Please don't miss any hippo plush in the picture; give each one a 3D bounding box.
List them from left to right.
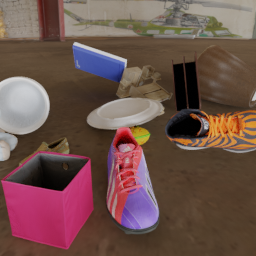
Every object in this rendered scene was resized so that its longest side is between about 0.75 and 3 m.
[{"bbox_3d":[-3.898,-0.030,7.050,1.953,1.570,1.556,-9,24,-21],"label":"hippo plush"}]

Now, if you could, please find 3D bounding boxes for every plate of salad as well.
[{"bbox_3d":[-0.093,-0.421,9.315,2.536,0.609,2.536,-10,24,4],"label":"plate of salad"}]

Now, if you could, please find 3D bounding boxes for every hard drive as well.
[{"bbox_3d":[-1.237,-2.810,12.304,2.328,1.536,0.295,20,65,4],"label":"hard drive"}]

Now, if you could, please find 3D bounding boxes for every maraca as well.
[{"bbox_3d":[0.161,0.251,7.837,0.929,0.497,0.637,-10,2,0],"label":"maraca"}]

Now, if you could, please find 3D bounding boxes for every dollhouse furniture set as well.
[{"bbox_3d":[0.892,-1.277,11.675,2.281,1.306,2.674,-21,54,-41],"label":"dollhouse furniture set"}]

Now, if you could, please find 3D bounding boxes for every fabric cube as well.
[{"bbox_3d":[-1.288,1.161,4.794,1.080,1.097,1.100,5,23,15],"label":"fabric cube"}]

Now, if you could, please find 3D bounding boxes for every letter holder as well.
[{"bbox_3d":[2.040,-1.598,9.875,0.924,1.837,1.306,-5,-7,11],"label":"letter holder"}]

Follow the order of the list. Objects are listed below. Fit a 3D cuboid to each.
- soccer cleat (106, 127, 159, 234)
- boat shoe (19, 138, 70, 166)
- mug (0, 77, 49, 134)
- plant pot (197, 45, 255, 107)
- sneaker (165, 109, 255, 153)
[{"bbox_3d":[0.002,0.899,5.537,0.932,1.000,2.734,-2,22,-6],"label":"soccer cleat"},{"bbox_3d":[-2.069,0.592,6.906,0.502,0.534,1.401,15,26,32],"label":"boat shoe"},{"bbox_3d":[-3.610,-0.699,8.805,2.236,1.651,1.960,-21,16,-11],"label":"mug"},{"bbox_3d":[4.052,-1.826,11.093,2.236,2.236,2.393,-20,42,-40],"label":"plant pot"},{"bbox_3d":[1.931,0.044,5.927,2.406,0.933,1.348,-10,-14,23],"label":"sneaker"}]
